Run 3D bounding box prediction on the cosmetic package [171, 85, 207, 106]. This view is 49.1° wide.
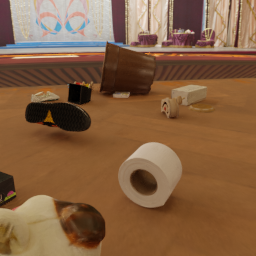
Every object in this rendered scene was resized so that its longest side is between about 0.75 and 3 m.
[{"bbox_3d":[3.283,-1.787,14.963,1.029,0.726,1.987,17,26,41],"label":"cosmetic package"}]

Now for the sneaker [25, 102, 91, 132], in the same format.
[{"bbox_3d":[-2.286,-0.415,9.913,2.646,0.925,1.190,9,1,23],"label":"sneaker"}]

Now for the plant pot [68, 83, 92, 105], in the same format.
[{"bbox_3d":[-2.489,-1.800,14.772,1.003,1.000,0.890,15,13,37],"label":"plant pot"}]

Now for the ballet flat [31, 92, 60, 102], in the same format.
[{"bbox_3d":[-4.412,-1.697,15.020,1.587,0.551,0.551,-15,24,-37],"label":"ballet flat"}]

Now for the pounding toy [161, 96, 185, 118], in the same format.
[{"bbox_3d":[2.083,-0.894,12.344,0.899,0.897,1.568,-3,0,-10],"label":"pounding toy"}]

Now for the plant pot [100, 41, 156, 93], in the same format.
[{"bbox_3d":[-0.029,-3.346,16.511,2.960,2.990,2.990,8,18,-7],"label":"plant pot"}]

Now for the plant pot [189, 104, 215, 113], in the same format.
[{"bbox_3d":[3.552,-0.984,13.494,1.230,0.169,1.230,1,19,0],"label":"plant pot"}]

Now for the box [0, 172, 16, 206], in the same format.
[{"bbox_3d":[-3.057,1.330,6.194,0.895,0.556,0.664,9,21,27],"label":"box"}]

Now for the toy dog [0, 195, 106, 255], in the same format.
[{"bbox_3d":[-1.408,1.723,3.171,2.618,1.884,2.700,27,28,23],"label":"toy dog"}]

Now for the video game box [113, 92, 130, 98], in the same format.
[{"bbox_3d":[-0.367,-1.917,16.136,0.871,0.204,0.794,3,17,8],"label":"video game box"}]

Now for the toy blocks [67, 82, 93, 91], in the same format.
[{"bbox_3d":[-3.034,-2.530,17.339,1.585,0.575,1.321,1,19,3],"label":"toy blocks"}]

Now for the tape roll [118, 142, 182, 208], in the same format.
[{"bbox_3d":[0.489,0.994,6.053,1.183,1.183,0.812,9,25,25],"label":"tape roll"}]
